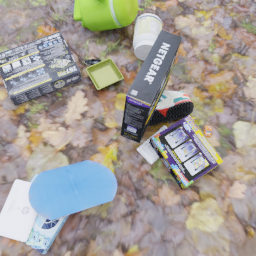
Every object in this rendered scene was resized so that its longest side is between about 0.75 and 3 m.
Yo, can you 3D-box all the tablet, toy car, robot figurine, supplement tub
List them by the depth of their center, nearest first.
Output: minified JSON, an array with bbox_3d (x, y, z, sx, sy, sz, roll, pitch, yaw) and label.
[{"bbox_3d":[-3.423,2.594,8.933,1.143,0.120,1.756,13,65,6],"label":"tablet"},{"bbox_3d":[2.755,-0.047,10.586,0.950,0.316,0.466,27,67,11],"label":"toy car"},{"bbox_3d":[0.832,-3.835,11.883,1.203,1.203,1.659,4,65,2],"label":"supplement tub"},{"bbox_3d":[-0.870,-5.107,11.960,2.917,2.559,1.688,1,82,26],"label":"robot figurine"}]

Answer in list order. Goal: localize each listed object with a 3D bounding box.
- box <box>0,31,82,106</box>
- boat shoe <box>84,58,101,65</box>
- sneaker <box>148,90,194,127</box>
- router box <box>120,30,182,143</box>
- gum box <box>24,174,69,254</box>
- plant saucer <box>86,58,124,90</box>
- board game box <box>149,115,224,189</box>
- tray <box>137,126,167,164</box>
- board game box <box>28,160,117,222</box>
[{"bbox_3d":[-3.689,-2.515,11.533,2.938,0.721,2.368,-25,66,-11],"label":"box"},{"bbox_3d":[-1.485,-2.833,11.934,0.795,0.264,0.297,14,65,7],"label":"boat shoe"},{"bbox_3d":[1.138,-0.861,10.796,2.592,0.913,1.212,-11,41,2],"label":"sneaker"},{"bbox_3d":[0.723,-1.299,9.088,0.767,2.309,2.937,22,60,7],"label":"router box"},{"bbox_3d":[-2.857,2.765,9.170,1.677,0.440,1.974,26,66,11],"label":"gum box"},{"bbox_3d":[-0.966,-2.188,11.614,1.210,0.290,1.208,-26,67,-12],"label":"plant saucer"},{"bbox_3d":[2.033,0.827,9.920,1.712,0.587,2.071,-29,75,-14],"label":"board game box"},{"bbox_3d":[1.122,0.579,10.372,1.496,0.166,0.803,-39,70,-17],"label":"tray"},{"bbox_3d":[-1.765,2.079,9.160,2.793,0.544,2.206,-13,34,-21],"label":"board game box"}]
